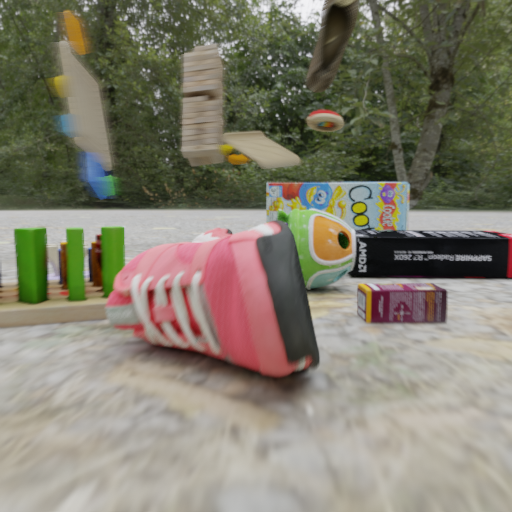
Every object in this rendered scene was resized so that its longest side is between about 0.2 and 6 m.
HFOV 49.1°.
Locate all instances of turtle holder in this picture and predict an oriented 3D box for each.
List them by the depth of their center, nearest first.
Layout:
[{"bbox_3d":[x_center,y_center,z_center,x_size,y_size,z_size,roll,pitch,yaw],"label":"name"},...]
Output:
[{"bbox_3d":[0.750,0.017,7.272,0.984,1.386,1.053,1,45,2],"label":"turtle holder"}]

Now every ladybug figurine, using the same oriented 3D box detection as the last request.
[{"bbox_3d":[1.706,-3.373,13.915,0.973,0.350,0.660,5,-21,-23],"label":"ladybug figurine"}]

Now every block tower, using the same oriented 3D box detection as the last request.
[{"bbox_3d":[-1.284,-3.627,13.655,0.839,3.108,0.898,-5,-25,8],"label":"block tower"}]

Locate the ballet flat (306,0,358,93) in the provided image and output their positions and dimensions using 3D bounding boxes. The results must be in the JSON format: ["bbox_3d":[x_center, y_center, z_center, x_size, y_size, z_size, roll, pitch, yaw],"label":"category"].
[{"bbox_3d":[1.220,-3.493,8.922,0.602,1.787,0.414,18,5,-7],"label":"ballet flat"}]

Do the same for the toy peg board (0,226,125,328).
[{"bbox_3d":[-2.254,0.112,6.129,1.863,0.911,1.855,-2,7,-23],"label":"toy peg board"}]

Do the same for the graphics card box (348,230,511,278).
[{"bbox_3d":[2.684,-0.064,8.906,2.600,0.661,1.631,2,7,2],"label":"graphics card box"}]

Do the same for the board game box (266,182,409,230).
[{"bbox_3d":[1.798,-0.842,12.178,2.897,1.492,1.519,2,7,16],"label":"board game box"}]

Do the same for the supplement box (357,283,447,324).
[{"bbox_3d":[1.426,0.464,5.524,0.785,0.336,0.433,0,6,-1],"label":"supplement box"}]

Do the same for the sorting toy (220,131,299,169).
[{"bbox_3d":[-0.107,-2.410,12.969,1.954,0.262,1.456,-15,46,-42],"label":"sorting toy"}]

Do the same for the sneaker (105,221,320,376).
[{"bbox_3d":[-0.470,0.405,4.244,1.254,1.065,2.891,-15,6,-16],"label":"sneaker"}]

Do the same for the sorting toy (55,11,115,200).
[{"bbox_3d":[-3.487,-2.869,11.119,0.515,3.779,2.128,-11,-8,-1],"label":"sorting toy"}]

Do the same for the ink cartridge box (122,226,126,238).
[{"bbox_3d":[-4.017,-0.645,15.791,0.589,0.340,0.810,-1,6,-6],"label":"ink cartridge box"}]

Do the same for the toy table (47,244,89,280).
[{"bbox_3d":[-2.728,0.107,8.005,0.825,0.526,0.898,2,5,15],"label":"toy table"}]
